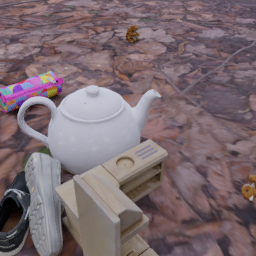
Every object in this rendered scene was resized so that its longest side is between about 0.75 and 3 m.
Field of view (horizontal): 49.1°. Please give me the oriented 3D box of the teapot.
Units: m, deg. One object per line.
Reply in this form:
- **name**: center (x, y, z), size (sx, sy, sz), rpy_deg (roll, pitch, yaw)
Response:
- **teapot**: center (-0.934, -0.173, 7.217), size (2.610, 1.931, 2.644), rpy_deg (23, 43, 29)

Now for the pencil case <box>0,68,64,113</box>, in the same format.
- **pencil case**: center (-3.331, -1.278, 9.579), size (2.180, 0.963, 0.963), rpy_deg (-29, 45, -29)

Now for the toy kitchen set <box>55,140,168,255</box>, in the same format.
- **toy kitchen set**: center (0.377, 1.292, 4.922), size (2.485, 2.248, 2.755), rpy_deg (-25, 43, -30)

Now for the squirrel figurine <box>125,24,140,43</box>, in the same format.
- **squirrel figurine**: center (0.198, -5.104, 14.934), size (0.635, 0.837, 0.897), rpy_deg (-26, 43, -31)

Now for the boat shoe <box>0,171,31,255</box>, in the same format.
- **boat shoe**: center (-2.312, 1.580, 5.892), size (0.727, 0.685, 2.025), rpy_deg (-4, 35, -3)

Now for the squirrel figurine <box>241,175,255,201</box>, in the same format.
- **squirrel figurine**: center (2.765, 1.322, 5.794), size (0.722, 0.548, 0.774), rpy_deg (-36, 85, -7)

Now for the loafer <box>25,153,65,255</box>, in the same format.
- **loafer**: center (-1.602, 1.494, 5.862), size (0.832, 0.834, 2.385), rpy_deg (14, 39, -35)
